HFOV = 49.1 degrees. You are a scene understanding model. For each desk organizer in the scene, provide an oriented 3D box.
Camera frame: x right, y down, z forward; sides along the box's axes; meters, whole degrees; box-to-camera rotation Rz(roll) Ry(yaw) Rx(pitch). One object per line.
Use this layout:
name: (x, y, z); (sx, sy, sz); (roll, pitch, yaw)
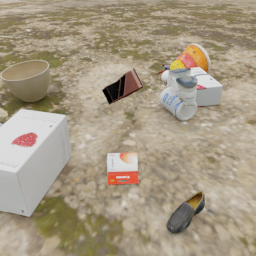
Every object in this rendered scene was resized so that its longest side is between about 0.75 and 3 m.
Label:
desk organizer: (-0.239, -1.351, 9.531); (0.729, 0.679, 1.894); (-28, 4, -18)

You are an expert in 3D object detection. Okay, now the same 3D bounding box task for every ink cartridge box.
ink cartridge box: (3.211, -2.067, 13.898); (1.799, 1.033, 2.477); (-8, 34, -12)
ink cartridge box: (-0.187, 1.329, 9.420); (1.050, 0.325, 1.295); (-2, 31, -2)

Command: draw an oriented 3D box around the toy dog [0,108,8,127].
toy dog: (-4.691, 0.418, 9.928); (1.343, 1.838, 2.788); (25, 36, -21)

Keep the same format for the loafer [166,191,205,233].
loafer: (1.606, 2.270, 7.761); (0.561, 0.557, 1.542); (27, 43, 33)

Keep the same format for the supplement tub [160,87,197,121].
supplement tub: (2.214, -1.088, 12.448); (1.025, 1.025, 1.553); (-16, 36, -22)

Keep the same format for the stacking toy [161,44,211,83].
stacking toy: (3.028, -3.274, 15.523); (2.672, 1.953, 1.953); (-32, 42, -14)

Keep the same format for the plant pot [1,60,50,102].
plant pot: (-4.734, -2.132, 13.504); (2.215, 1.487, 2.215); (-5, 35, 3)

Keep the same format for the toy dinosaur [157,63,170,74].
toy dinosaur: (2.617, -3.434, 16.679); (1.239, 1.366, 0.717); (32, 1, 9)

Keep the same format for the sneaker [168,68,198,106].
sneaker: (2.252, -1.770, 11.648); (0.990, 1.157, 2.657); (-6, 28, 6)

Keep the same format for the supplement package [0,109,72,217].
supplement package: (-3.209, 0.926, 8.719); (1.772, 1.750, 2.923); (8, 34, 12)
